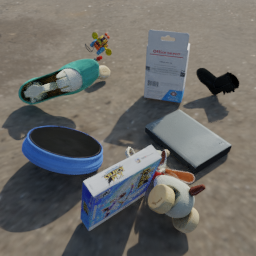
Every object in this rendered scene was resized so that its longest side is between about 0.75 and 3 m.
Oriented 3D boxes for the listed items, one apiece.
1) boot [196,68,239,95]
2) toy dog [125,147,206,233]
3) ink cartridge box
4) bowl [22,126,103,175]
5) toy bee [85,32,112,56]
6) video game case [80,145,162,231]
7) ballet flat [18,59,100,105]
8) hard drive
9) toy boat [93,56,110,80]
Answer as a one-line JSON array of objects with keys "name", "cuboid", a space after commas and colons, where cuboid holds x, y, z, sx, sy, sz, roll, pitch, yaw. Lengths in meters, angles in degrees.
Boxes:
[{"name": "boot", "cuboid": [2.847, -1.543, 8.845, 0.438, 1.185, 0.971, -51, 17, -22]}, {"name": "toy dog", "cuboid": [0.943, 1.022, 5.815, 1.023, 1.401, 2.125, -41, 47, 17]}, {"name": "ink cartridge box", "cuboid": [1.214, -1.965, 8.669, 1.242, 2.140, 0.726, 10, 33, 13]}, {"name": "bowl", "cuboid": [-1.483, 0.446, 6.583, 1.879, 0.369, 1.879, 15, 17, -5]}, {"name": "toy bee", "cuboid": [-0.960, -3.127, 10.471, 0.832, 1.002, 1.531, -39, 25, 15]}, {"name": "video game case", "cuboid": [-0.174, 1.174, 5.325, 1.458, 1.609, 0.366, -27, 62, -28]}, {"name": "ballet flat", "cuboid": [-2.065, -1.251, 8.194, 2.649, 0.892, 0.932, -17, 19, 16]}, {"name": "hard drive", "cuboid": [1.546, 0.277, 7.435, 1.321, 0.311, 1.893, -25, 46, -27]}, {"name": "toy boat", "cuboid": [-0.976, -2.110, 9.901, 0.390, 0.840, 0.706, -15, 1, 42]}]
